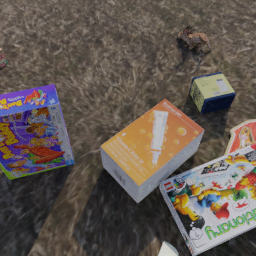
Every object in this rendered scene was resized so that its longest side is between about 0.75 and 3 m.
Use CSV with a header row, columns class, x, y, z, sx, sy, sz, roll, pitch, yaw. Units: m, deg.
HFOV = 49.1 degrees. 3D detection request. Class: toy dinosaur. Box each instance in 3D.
class,x,y,z,sx,sy,sz,roll,pitch,yaw
toy dinosaur,2.606,-3.457,10.720,1.453,0.624,0.985,16,50,4

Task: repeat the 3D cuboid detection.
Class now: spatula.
class,x,y,z,sx,sy,sz,roll,pitch,yaw
spatula,1.218,3.373,5.549,1.671,0.193,2.403,24,24,12

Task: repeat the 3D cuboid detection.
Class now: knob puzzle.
class,x,y,z,sx,sy,sz,roll,pitch,yaw
knob puzzle,4.035,0.459,8.183,2.332,0.323,2.332,0,55,0

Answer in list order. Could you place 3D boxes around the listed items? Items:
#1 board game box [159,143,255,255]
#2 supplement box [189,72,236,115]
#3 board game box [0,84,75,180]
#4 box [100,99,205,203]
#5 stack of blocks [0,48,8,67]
class,x,y,z,sx,sy,sz,roll,pitch,yaw
board game box,2.521,1.716,7.128,2.938,0.509,1.855,-21,59,-10
supplement box,2.693,-1.138,9.043,1.038,0.697,1.037,-13,57,-9
board game box,-2.414,0.230,6.855,1.815,2.700,0.605,-13,57,-11
box,0.648,0.574,7.591,2.381,1.161,1.481,-37,63,-22
stack of blocks,-4.969,-2.710,10.160,1.098,0.632,0.322,25,59,17
